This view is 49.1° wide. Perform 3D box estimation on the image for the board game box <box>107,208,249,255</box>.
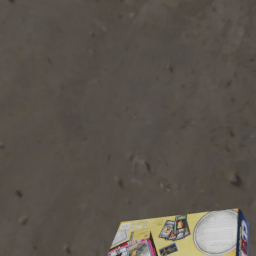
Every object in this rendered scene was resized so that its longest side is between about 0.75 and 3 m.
[{"bbox_3d":[0.729,2.570,5.246,2.838,1.923,0.491,-20,116,36],"label":"board game box"}]
